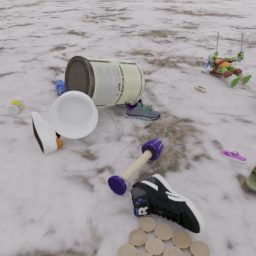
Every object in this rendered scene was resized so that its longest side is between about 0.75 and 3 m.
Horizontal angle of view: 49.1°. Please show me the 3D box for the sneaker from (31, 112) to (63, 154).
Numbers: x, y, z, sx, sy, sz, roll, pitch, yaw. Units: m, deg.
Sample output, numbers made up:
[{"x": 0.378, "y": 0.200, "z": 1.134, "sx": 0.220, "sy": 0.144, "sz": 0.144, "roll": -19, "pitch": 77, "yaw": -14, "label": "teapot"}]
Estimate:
[{"x": -3.087, "y": 0.112, "z": 10.739, "sx": 0.931, "sy": 0.800, "sz": 2.198, "roll": -14, "pitch": 47, "yaw": -26, "label": "sneaker"}]

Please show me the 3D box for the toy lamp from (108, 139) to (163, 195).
[{"x": 0.357, "y": 1.131, "z": 9.150, "sx": 0.743, "sy": 0.743, "sz": 2.552, "roll": 21, "pitch": 37, "yaw": 29, "label": "toy lamp"}]

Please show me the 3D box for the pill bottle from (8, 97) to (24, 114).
[{"x": -5.035, "y": -1.036, "z": 12.666, "sx": 0.495, "sy": 0.495, "sz": 0.866, "roll": 1, "pitch": 34, "yaw": 1, "label": "pill bottle"}]

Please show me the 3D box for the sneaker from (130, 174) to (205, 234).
[{"x": 0.865, "y": 2.217, "z": 7.505, "sx": 1.283, "sy": 0.838, "sz": 2.294, "roll": -20, "pitch": 30, "yaw": -22, "label": "sneaker"}]

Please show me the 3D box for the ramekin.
[{"x": -1.965, "y": -0.538, "z": 10.286, "sx": 1.709, "sy": 1.709, "sz": 0.833, "roll": -4, "pitch": 22, "yaw": -7, "label": "ramekin"}]

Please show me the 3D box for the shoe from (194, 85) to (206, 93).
[{"x": 3.748, "y": -2.070, "z": 14.496, "sx": 0.291, "sy": 0.222, "sz": 0.833, "roll": -18, "pitch": 37, "yaw": -25, "label": "shoe"}]

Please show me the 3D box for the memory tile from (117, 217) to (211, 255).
[{"x": 0.873, "y": 3.006, "z": 6.788, "sx": 1.958, "sy": 0.164, "sz": 1.501, "roll": 18, "pitch": 37, "yaw": 26, "label": "memory tile"}]

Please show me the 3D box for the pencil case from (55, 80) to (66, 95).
[{"x": -2.664, "y": -2.168, "z": 14.100, "sx": 1.952, "sy": 0.762, "sz": 0.848, "roll": -11, "pitch": -8, "yaw": -15, "label": "pencil case"}]

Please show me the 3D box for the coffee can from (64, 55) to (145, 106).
[{"x": -0.982, "y": -1.953, "z": 12.005, "sx": 2.812, "sy": 2.058, "sz": 2.058, "roll": -7, "pitch": 30, "yaw": -39, "label": "coffee can"}]

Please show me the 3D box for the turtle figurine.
[{"x": 5.472, "y": -3.660, "z": 15.026, "sx": 1.952, "sy": 2.712, "sz": 2.630, "roll": 11, "pitch": 42, "yaw": -49, "label": "turtle figurine"}]

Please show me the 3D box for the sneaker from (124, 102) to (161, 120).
[{"x": 0.622, "y": -0.761, "z": 12.062, "sx": 1.582, "sy": 0.692, "sz": 0.589, "roll": 3, "pitch": 33, "yaw": 5, "label": "sneaker"}]

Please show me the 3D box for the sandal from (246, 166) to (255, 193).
[{"x": 4.261, "y": 1.421, "z": 8.841, "sx": 0.779, "sy": 0.560, "sz": 1.963, "roll": 18, "pitch": 37, "yaw": 25, "label": "sandal"}]

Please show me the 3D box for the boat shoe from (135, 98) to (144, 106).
[{"x": 0.448, "y": -1.323, "z": 13.122, "sx": 0.480, "sy": 0.472, "sz": 1.330, "roll": -12, "pitch": 35, "yaw": -18, "label": "boat shoe"}]

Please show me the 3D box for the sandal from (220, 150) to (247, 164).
[{"x": 3.735, "y": 0.936, "z": 9.881, "sx": 0.970, "sy": 0.238, "sz": 0.395, "roll": 22, "pitch": 39, "yaw": 30, "label": "sandal"}]
